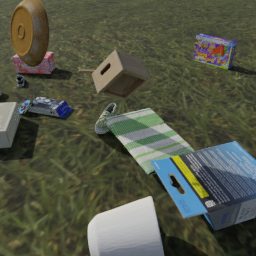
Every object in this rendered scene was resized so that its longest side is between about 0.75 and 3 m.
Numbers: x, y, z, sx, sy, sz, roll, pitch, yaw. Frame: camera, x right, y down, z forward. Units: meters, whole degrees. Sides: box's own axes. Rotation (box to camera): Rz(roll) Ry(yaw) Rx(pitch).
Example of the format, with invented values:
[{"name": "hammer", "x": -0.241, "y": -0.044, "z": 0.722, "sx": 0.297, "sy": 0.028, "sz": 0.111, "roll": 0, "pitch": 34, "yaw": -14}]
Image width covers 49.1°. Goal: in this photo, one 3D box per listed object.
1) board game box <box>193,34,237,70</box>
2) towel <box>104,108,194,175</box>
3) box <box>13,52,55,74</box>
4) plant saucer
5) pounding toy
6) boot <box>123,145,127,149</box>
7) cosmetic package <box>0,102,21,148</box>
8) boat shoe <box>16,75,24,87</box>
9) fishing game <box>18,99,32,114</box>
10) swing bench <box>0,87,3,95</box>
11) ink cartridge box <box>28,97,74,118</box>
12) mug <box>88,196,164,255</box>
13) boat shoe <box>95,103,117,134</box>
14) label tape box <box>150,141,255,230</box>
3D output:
[{"name": "board game box", "x": 4.841, "y": -4.321, "z": 15.786, "sx": 2.190, "sy": 1.473, "sz": 0.490, "roll": 26, "pitch": 42, "yaw": 33}, {"name": "towel", "x": 0.728, "y": 0.340, "z": 9.656, "sx": 2.190, "sy": 0.336, "sz": 2.872, "roll": -14, "pitch": 44, "yaw": -31}, {"name": "box", "x": -5.053, "y": -3.554, "z": 15.170, "sx": 1.929, "sy": 0.913, "sz": 0.990, "roll": 3, "pitch": 35, "yaw": 5}, {"name": "plant saucer", "x": -3.598, "y": -3.382, "z": 9.900, "sx": 2.406, "sy": 2.406, "sz": 0.426, "roll": 30, "pitch": 28, "yaw": 36}, {"name": "pounding toy", "x": -0.382, "y": -1.377, "z": 7.275, "sx": 1.173, "sy": 1.275, "sz": 0.906, "roll": 9, "pitch": 53, "yaw": -45}, {"name": "boot", "x": 0.642, "y": 0.684, "z": 9.548, "sx": 1.138, "sy": 0.430, "sz": 1.299, "roll": -36, "pitch": 46, "yaw": -23}, {"name": "cosmetic package", "x": -4.753, "y": -0.139, "z": 10.416, "sx": 1.058, "sy": 0.747, "sz": 2.044, "roll": -4, "pitch": 36, "yaw": -6}, {"name": "boat shoe", "x": -5.452, "y": -2.464, "z": 14.083, "sx": 0.400, "sy": 0.370, "sz": 1.082, "roll": -8, "pitch": 36, "yaw": -12}, {"name": "fishing game", "x": -4.388, "y": -0.907, "z": 11.726, "sx": 0.712, "sy": 0.155, "sz": 0.995, "roll": -52, "pitch": 40, "yaw": -5}, {"name": "swing bench", "x": -6.291, "y": -1.629, "z": 12.741, "sx": 0.835, "sy": 0.542, "sz": 0.831, "roll": -1, "pitch": 35, "yaw": -3}, {"name": "ink cartridge box", "x": -3.270, "y": -0.895, "z": 11.873, "sx": 1.742, "sy": 0.342, "sz": 0.866, "roll": 10, "pitch": 35, "yaw": 13}, {"name": "mug", "x": -0.055, "y": 2.481, "z": 6.427, "sx": 1.518, "sy": 1.849, "sz": 1.481, "roll": -11, "pitch": 68, "yaw": -1}, {"name": "boat shoe", "x": -0.867, "y": -0.402, "z": 10.973, "sx": 0.619, "sy": 0.533, "sz": 1.718, "roll": 8, "pitch": 36, "yaw": 12}, {"name": "label tape box", "x": 2.318, "y": 1.586, "z": 7.757, "sx": 2.939, "sy": 0.930, "sz": 2.120, "roll": -11, "pitch": 36, "yaw": -15}]
